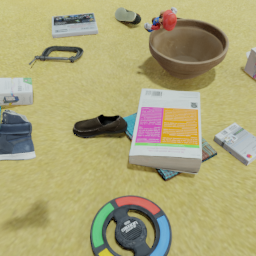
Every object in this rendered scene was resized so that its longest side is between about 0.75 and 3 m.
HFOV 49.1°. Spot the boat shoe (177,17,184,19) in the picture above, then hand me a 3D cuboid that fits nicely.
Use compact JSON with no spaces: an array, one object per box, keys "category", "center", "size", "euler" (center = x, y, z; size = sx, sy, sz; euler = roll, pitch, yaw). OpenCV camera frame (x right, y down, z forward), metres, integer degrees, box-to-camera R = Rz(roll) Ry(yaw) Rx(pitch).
[{"category":"boat shoe","center":[2.803,-4.134,11.839],"size":[2.431,0.877,0.875],"euler":[21,36,19]}]

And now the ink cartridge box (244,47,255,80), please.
[{"category":"ink cartridge box","center":[5.153,-2.328,10.290],"size":[1.002,0.976,1.559],"euler":[-16,48,-15]}]

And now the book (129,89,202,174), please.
[{"category":"book","center":[1.123,-0.099,8.031],"size":[1.849,0.665,2.768],"euler":[6,47,8]}]

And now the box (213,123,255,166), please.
[{"category":"box","center":[3.244,0.434,8.089],"size":[0.926,0.244,1.188],"euler":[-29,51,-25]}]

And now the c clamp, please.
[{"category":"c clamp","center":[-2.835,-2.934,11.449],"size":[1.963,0.266,1.677],"euler":[0,40,2]}]

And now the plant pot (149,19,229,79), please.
[{"category":"plant pot","center":[2.167,-2.769,10.426],"size":[2.825,1.304,2.825],"euler":[-1,51,2]}]

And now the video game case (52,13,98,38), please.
[{"category":"video game case","center":[-2.561,-4.925,13.384],"size":[2.094,0.245,1.904],"euler":[-8,46,-7]}]

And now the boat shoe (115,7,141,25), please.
[{"category":"boat shoe","center":[-0.036,-5.454,13.718],"size":[0.549,0.641,1.751],"euler":[12,18,-44]}]

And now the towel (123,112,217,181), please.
[{"category":"towel","center":[1.091,0.229,8.272],"size":[1.884,0.279,2.570],"euler":[-23,50,-20]}]

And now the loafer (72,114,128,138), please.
[{"category":"loafer","center":[-0.872,-0.157,8.307],"size":[1.688,0.602,0.616],"euler":[-7,45,8]}]

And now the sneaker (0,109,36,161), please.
[{"category":"sneaker","center":[-2.029,0.121,4.350],"size":[1.102,0.796,0.419],"euler":[-4,6,-6]}]

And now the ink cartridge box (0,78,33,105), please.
[{"category":"ink cartridge box","center":[-3.864,-1.241,9.404],"size":[1.243,0.544,0.903],"euler":[-3,44,-20]}]

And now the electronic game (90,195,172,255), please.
[{"category":"electronic game","center":[0.066,2.290,6.164],"size":[1.801,0.375,1.801],"euler":[0,46,0]}]

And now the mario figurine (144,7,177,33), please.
[{"category":"mario figurine","center":[1.055,-3.599,9.206],"size":[0.754,0.878,1.422],"euler":[18,1,-28]}]
